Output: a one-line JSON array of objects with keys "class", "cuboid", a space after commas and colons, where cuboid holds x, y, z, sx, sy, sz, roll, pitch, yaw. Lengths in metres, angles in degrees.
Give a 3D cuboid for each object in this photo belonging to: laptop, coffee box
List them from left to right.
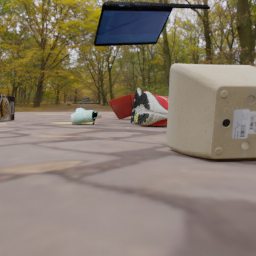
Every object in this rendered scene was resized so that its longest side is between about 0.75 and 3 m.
[{"class": "coffee box", "cuboid": [-5.066, -0.773, 10.841, 0.723, 1.024, 1.811, 1, 4, -2]}, {"class": "laptop", "cuboid": [0.527, -3.009, 8.413, 2.459, 1.433, 2.775, -10, 27, -23]}]

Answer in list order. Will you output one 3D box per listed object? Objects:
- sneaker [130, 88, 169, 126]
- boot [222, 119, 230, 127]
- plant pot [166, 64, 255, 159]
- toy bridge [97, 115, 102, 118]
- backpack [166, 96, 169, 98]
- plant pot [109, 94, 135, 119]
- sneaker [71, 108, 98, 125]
[{"class": "sneaker", "cuboid": [0.817, -0.518, 8.521, 1.271, 1.152, 2.993, 9, 11, -9]}, {"class": "boot", "cuboid": [2.144, -0.295, 5.135, 2.481, 0.908, 1.868, -6, 4, 9]}, {"class": "plant pot", "cuboid": [0.996, -0.140, 2.841, 0.970, 0.969, 0.859, -1, 14, -9]}, {"class": "toy bridge", "cuboid": [-1.576, -0.581, 14.462, 0.384, 0.155, 1.142, 0, 4, -3]}, {"class": "backpack", "cuboid": [2.049, -0.764, 9.235, 1.815, 1.366, 1.611, -4, 0, 36]}, {"class": "plant pot", "cuboid": [-0.144, -0.932, 12.800, 1.057, 0.933, 1.058, -17, -1, 13]}, {"class": "sneaker", "cuboid": [-1.277, -0.367, 8.811, 0.765, 0.477, 1.296, -5, 13, 3]}]
